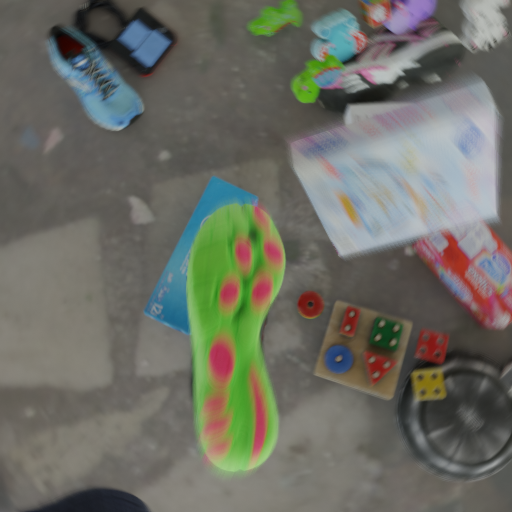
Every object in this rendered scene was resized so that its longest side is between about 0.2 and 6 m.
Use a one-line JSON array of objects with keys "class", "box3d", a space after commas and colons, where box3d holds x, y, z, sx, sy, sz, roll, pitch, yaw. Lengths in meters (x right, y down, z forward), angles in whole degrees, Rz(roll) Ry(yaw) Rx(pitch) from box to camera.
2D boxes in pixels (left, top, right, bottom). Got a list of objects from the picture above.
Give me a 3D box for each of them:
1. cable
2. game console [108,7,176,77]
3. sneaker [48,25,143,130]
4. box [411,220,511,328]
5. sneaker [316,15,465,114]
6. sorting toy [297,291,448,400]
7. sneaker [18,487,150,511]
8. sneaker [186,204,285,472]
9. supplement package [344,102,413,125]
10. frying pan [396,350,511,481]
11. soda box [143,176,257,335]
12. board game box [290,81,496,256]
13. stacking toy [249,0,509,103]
[{"class": "cable", "box3d": [-3.178, -4.746, 11.489, 1.009, 0.314, 1.236, -37, 85, -4]}, {"class": "game console", "box3d": [-2.287, -4.328, 11.383, 1.001, 0.176, 1.132, 38, 84, -12]}, {"class": "sneaker", "box3d": [-3.247, -3.474, 10.915, 0.970, 1.113, 2.475, -44, 85, -5]}, {"class": "box", "box3d": [4.092, 0.226, 10.485, 1.060, 1.015, 2.127, -40, 84, -5]}, {"class": "sneaker", "box3d": [2.454, -3.854, 11.130, 2.982, 1.198, 1.288, -16, 60, -1]}, {"class": "sorting toy", "box3d": [2.071, 1.724, 10.285, 3.051, 0.516, 1.471, 17, 79, 11]}, {"class": "sneaker", "box3d": [-2.549, 3.682, 7.160, 2.447, 1.006, 0.905, 0, 41, -25]}, {"class": "sneaker", "box3d": [-0.383, 0.903, 6.893, 1.227, 1.339, 3.197, 8, 79, -16]}, {"class": "supplement package", "box3d": [2.407, -2.556, 11.006, 1.229, 0.699, 0.673, -3, 84, -1]}, {"class": "frying pan", "box3d": [4.597, 2.721, 10.421, 3.993, 0.650, 2.415, -18, 82, 1]}, {"class": "soda box", "box3d": [-1.000, 0.020, 10.567, 0.964, 0.912, 2.841, 26, 84, 3]}, {"class": "board game box", "box3d": [2.049, -1.058, 7.958, 2.500, 2.506, 0.516, -15, 58, 15]}, {"class": "stacking toy", "box3d": [2.144, -4.311, 10.452, 4.041, 0.949, 3.046, -22, 44, 2]}]
